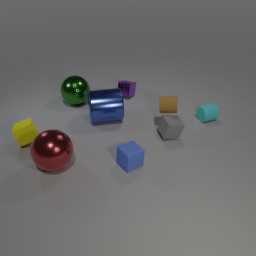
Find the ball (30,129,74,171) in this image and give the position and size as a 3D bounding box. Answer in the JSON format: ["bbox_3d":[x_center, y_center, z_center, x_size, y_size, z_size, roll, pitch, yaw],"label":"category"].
[{"bbox_3d":[-2.528,0.741,9.360,1.400,1.400,1.400,0,32,0],"label":"ball"}]

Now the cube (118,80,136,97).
[{"bbox_3d":[-0.069,-2.010,14.220,0.700,0.700,0.700,16,20,24],"label":"cube"}]

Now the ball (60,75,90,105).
[{"bbox_3d":[-2.509,-1.800,13.374,1.400,1.400,1.400,0,32,0],"label":"ball"}]

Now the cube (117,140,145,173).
[{"bbox_3d":[0.080,0.966,9.617,0.700,0.700,0.700,-19,38,-30],"label":"cube"}]

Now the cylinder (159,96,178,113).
[{"bbox_3d":[1.625,-0.943,11.224,0.700,0.700,0.700,1,32,9],"label":"cylinder"}]

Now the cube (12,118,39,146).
[{"bbox_3d":[-3.875,0.149,10.633,0.700,0.700,0.700,-21,28,-4],"label":"cube"}]

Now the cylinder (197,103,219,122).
[{"bbox_3d":[3.480,-0.664,12.207,0.700,0.700,0.700,-14,35,-16],"label":"cylinder"}]

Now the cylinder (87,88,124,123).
[{"bbox_3d":[-0.968,-0.961,12.037,1.400,1.400,1.400,-6,33,-10],"label":"cylinder"}]

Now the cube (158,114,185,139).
[{"bbox_3d":[1.689,-0.044,11.037,0.700,0.700,0.700,2,37,-21],"label":"cube"}]
